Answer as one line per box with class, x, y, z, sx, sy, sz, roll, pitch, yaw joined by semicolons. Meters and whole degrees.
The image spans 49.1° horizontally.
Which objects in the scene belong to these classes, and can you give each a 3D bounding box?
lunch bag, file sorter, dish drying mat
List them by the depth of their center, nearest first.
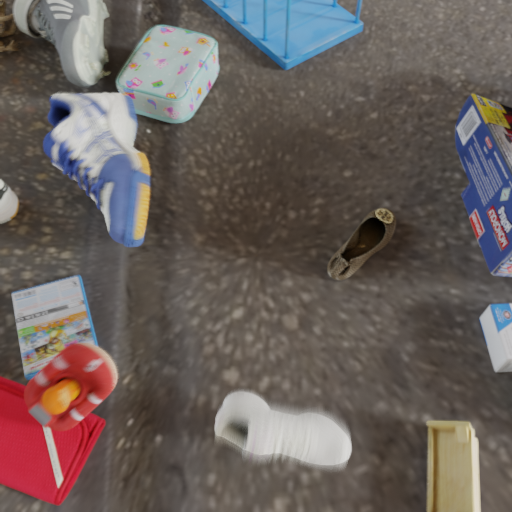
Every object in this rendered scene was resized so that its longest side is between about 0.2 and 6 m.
dish drying mat;-3.527;2.070;7.133;3.015;0.274;1.158;17;60;11
lunch bag;-1.624;-3.388;10.355;1.548;0.744;1.931;15;58;12
file sorter;0.489;-5.570;11.123;2.055;1.817;2.962;-33;64;-18

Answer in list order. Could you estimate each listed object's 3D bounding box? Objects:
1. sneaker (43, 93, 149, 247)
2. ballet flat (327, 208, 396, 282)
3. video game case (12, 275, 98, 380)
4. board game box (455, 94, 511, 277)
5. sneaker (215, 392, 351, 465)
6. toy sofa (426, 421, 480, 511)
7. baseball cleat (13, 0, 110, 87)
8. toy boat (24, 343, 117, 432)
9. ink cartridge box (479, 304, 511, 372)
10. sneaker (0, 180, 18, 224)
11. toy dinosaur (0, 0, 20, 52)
sneaker;-2.500;-1.355;8.629;1.437;1.227;3.261;-1;45;-24
ballet flat;1.636;-0.227;8.549;0.537;0.370;1.594;37;65;21
video game case;-2.841;0.973;7.902;0.987;0.123;1.379;-15;58;-15
board game box;4.662;-0.753;8.224;3.206;0.989;3.208;16;42;-11
sneaker;0.275;2.164;6.586;1.643;0.818;0.615;13;103;14
toy sofa;2.341;2.657;6.676;0.524;0.618;1.266;-7;54;27
baseball cleat;-3.774;-4.293;10.828;1.847;1.210;3.470;-9;48;1
toy boat;-2.230;1.587;6.562;1.197;0.783;0.781;-43;94;9
ink cartridge box;3.782;1.092;7.635;1.150;0.484;0.832;-3;57;-2
sneaker;-4.751;-0.762;8.618;1.934;0.848;0.732;-23;62;-12
toy dinosaur;-5.391;-4.333;11.161;1.156;0.665;2.286;6;49;22
